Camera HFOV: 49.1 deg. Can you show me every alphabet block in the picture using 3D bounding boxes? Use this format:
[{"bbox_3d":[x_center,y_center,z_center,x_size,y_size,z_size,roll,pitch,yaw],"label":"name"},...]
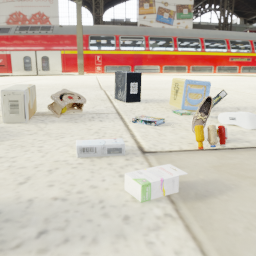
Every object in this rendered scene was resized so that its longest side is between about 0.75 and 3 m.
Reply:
[{"bbox_3d":[3.177,-1.769,14.504,1.515,1.523,1.551,4,12,-15],"label":"alphabet block"}]

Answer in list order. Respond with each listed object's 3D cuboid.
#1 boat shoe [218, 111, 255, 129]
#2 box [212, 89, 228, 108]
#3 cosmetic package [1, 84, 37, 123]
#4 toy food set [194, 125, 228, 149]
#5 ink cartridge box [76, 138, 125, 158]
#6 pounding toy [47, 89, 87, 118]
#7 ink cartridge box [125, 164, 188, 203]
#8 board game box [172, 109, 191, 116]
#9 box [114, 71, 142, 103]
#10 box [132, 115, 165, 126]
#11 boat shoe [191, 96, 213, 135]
[{"bbox_3d":[4.411,-0.338,10.879,0.609,0.645,1.798,-10,10,-32],"label":"boat shoe"},{"bbox_3d":[3.724,-1.096,12.393,1.283,0.327,1.011,-41,-7,2],"label":"box"},{"bbox_3d":[-4.787,-1.162,12.514,0.973,1.439,2.736,-1,15,-9],"label":"cosmetic package"},{"bbox_3d":[2.606,0.312,8.524,0.732,0.690,1.534,-7,-10,32],"label":"toy food set"},{"bbox_3d":[-0.836,0.415,8.145,1.304,0.385,1.629,-2,15,-9],"label":"ink cartridge box"},{"bbox_3d":[-2.924,-0.996,13.583,1.335,1.340,2.335,30,28,4],"label":"pounding toy"},{"bbox_3d":[0.558,1.056,5.511,1.104,0.372,0.647,-8,15,-28],"label":"ink cartridge box"},{"bbox_3d":[2.576,-0.756,13.533,0.592,0.128,0.879,-4,14,-19],"label":"board game box"},{"bbox_3d":[-0.030,-2.609,17.531,1.141,1.842,1.810,-5,15,-25],"label":"box"},{"bbox_3d":[0.839,-0.306,11.491,1.125,0.212,0.768,10,17,36],"label":"box"},{"bbox_3d":[2.566,-0.450,9.662,0.513,1.428,0.425,24,-13,12],"label":"boat shoe"}]
